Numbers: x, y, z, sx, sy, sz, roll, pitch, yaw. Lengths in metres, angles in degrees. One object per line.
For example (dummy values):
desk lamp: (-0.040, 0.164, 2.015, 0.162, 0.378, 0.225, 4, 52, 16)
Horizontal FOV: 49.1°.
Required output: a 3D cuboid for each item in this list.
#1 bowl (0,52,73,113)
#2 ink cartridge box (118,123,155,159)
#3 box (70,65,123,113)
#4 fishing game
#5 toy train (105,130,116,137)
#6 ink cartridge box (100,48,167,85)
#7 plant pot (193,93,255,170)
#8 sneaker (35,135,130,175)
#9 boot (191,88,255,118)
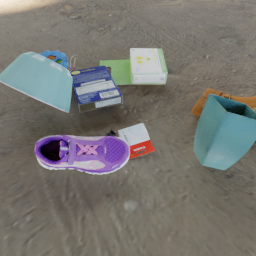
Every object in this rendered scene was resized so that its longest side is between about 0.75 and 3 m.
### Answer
bowl: (-2.597, -1.464, 8.437, 2.266, 2.266, 1.185, 24, 90, 23)
ink cartridge box: (0.241, 0.363, 8.341, 0.830, 0.245, 1.037, -17, 45, -9)
box: (-1.214, -1.488, 10.081, 1.485, 0.397, 2.452, -13, 41, -11)
fishing game: (-2.772, -2.309, 10.194, 1.820, 1.303, 0.283, -6, 59, -23)
toy train: (-0.780, 0.492, 8.291, 0.290, 0.216, 1.264, 44, 53, 4)
ink cartridge box: (0.138, -2.452, 11.113, 2.600, 0.623, 1.892, 0, 44, -2)
plant pot: (2.480, 0.182, 7.393, 1.180, 1.671, 1.181, 14, 27, -13)
sneaker: (-1.258, 0.626, 7.257, 2.598, 1.149, 1.045, 0, 74, 4)
boot: (3.458, -0.782, 9.094, 1.936, 0.956, 2.494, 33, 69, 33)
